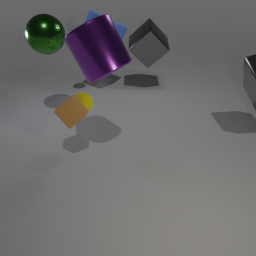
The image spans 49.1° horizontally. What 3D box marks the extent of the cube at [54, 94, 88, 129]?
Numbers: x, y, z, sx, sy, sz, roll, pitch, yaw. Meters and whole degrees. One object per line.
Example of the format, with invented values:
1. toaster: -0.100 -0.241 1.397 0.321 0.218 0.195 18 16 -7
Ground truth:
1. cube: -1.724 -0.521 8.604 0.700 0.700 0.700 -38 15 5

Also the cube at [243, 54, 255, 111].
1. cube: 4.857 -1.645 9.515 1.400 1.400 1.400 -13 48 10

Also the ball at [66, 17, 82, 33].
1. ball: -2.258 -4.300 11.795 0.700 0.700 0.700 0 31 0

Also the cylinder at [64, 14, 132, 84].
1. cylinder: -0.811 -2.167 7.779 1.400 1.400 1.400 -27 13 7

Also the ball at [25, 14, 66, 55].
1. ball: -2.973 -3.376 10.112 1.400 1.400 1.400 0 31 0

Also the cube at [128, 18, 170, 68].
1. cube: 0.996 -4.071 13.483 1.400 1.400 1.400 -35 32 29

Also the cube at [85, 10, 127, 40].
1. cube: -1.154 -4.418 13.087 1.400 1.400 1.400 33 19 22

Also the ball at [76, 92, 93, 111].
1. ball: -1.534 -0.864 9.558 0.700 0.700 0.700 0 31 0
